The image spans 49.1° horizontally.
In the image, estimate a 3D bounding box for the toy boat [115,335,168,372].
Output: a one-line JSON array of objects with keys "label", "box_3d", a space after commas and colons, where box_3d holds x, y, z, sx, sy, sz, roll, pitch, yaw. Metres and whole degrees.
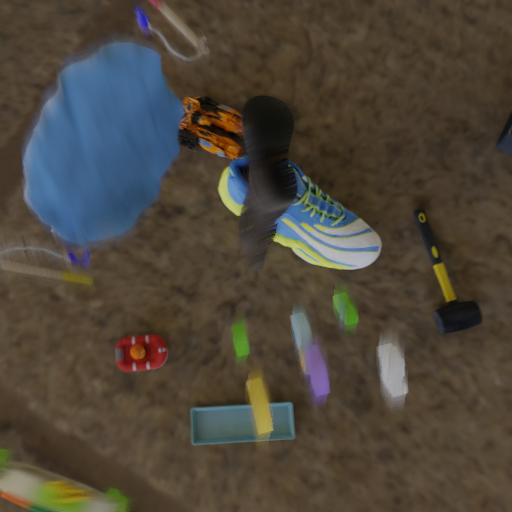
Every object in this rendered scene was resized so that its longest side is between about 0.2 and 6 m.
[{"label": "toy boat", "box_3d": [-2.071, 1.728, 10.014, 0.950, 0.621, 0.620, -6, 78, -1]}]

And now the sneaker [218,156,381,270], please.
[{"label": "sneaker", "box_3d": [0.775, -0.788, 10.005, 3.266, 1.716, 1.237, 23, 78, 5]}]

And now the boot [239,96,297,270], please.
[{"label": "boot", "box_3d": [0.019, -1.105, 8.649, 0.763, 1.919, 2.204, 2, 64, -11]}]

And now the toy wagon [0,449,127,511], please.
[{"label": "toy wagon", "box_3d": [-2.537, 2.996, 7.101, 1.740, 2.243, 0.444, 26, 68, -14]}]

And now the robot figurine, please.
[{"label": "robot figurine", "box_3d": [-0.907, -2.562, 11.033, 1.629, 0.474, 1.181, 25, 77, 5]}]

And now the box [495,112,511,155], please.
[{"label": "box", "box_3d": [5.792, -2.340, 10.873, 1.759, 0.694, 1.241, 28, 76, 6]}]

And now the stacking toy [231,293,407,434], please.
[{"label": "stacking toy", "box_3d": [0.726, 1.313, 7.987, 1.983, 2.630, 0.618, -14, 113, -4]}]

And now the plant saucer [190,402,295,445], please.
[{"label": "plant saucer", "box_3d": [-0.242, 2.979, 9.980, 1.818, 0.172, 0.635, -3, 78, 0]}]

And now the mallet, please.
[{"label": "mallet", "box_3d": [3.321, 0.292, 10.475, 0.796, 0.497, 2.417, -23, 74, -1]}]

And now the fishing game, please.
[{"label": "fishing game", "box_3d": [-2.130, -1.577, 8.036, 0.662, 3.051, 4.260, 28, 96, 21]}]
